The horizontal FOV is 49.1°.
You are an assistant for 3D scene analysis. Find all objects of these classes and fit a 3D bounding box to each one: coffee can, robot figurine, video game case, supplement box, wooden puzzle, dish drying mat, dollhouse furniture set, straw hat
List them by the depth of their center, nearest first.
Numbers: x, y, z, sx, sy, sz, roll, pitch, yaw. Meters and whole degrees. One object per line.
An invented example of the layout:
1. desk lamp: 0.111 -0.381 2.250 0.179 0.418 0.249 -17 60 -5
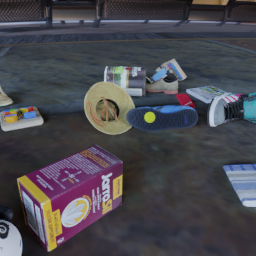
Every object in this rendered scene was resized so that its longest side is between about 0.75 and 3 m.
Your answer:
1. robot figurine: -2.714 1.968 4.635 1.876 1.410 1.171 8 -10 16
2. supplement box: -1.116 1.358 5.826 1.914 1.253 0.988 -24 37 -38
3. straw hat: -0.818 -0.559 9.939 2.095 2.095 0.887 -24 -6 -40
4. wooden puzzle: -4.021 -0.458 10.476 1.425 0.356 1.539 -12 29 -23
5. dish drying mat: 2.498 -1.206 12.232 0.567 0.134 1.477 -2 27 -1
6. coffee can: -0.094 -2.107 12.702 1.812 1.326 1.326 2 26 4
7. video game case: 3.756 -1.562 12.909 1.480 0.179 1.624 -10 27 -20
8. dollhouse furniture set: 1.867 -2.576 14.743 1.743 1.138 1.646 -39 12 -8

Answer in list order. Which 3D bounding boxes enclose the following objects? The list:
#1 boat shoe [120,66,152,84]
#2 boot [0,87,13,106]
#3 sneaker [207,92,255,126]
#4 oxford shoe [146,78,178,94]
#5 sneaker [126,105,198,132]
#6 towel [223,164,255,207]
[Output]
1. boat shoe: 0.242 -2.479 14.254 2.034 0.725 0.612 26 69 24
2. boot: -5.560 -1.661 11.877 1.631 1.261 0.588 20 33 35
3. sneaker: 4.000 -0.633 10.099 1.605 1.111 2.658 8 25 36
4. oxford shoe: 1.464 -2.087 13.358 1.894 0.708 0.667 7 27 13
5. sneaker: 1.180 -0.390 9.974 2.510 0.827 0.984 -1 13 -3
6. towel: 3.159 1.385 6.965 1.179 0.191 1.605 -2 25 1
